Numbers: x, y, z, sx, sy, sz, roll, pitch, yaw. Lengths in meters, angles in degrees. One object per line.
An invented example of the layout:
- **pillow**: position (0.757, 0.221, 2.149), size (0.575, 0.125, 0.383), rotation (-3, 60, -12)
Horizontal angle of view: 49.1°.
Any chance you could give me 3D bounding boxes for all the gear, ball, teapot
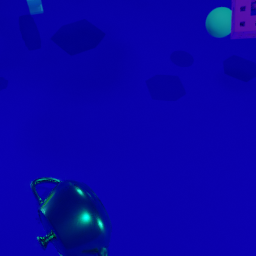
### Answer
- **gear**: position (-2.745, -4.167, 7.704), size (0.354, 1.915, 1.915), rotation (-14, 57, -12)
- **ball**: position (2.479, -2.826, 7.512), size (0.759, 0.759, 0.759), rotation (0, 56, 0)
- **teapot**: position (-0.705, 1.260, 3.517), size (0.821, 1.043, 1.677), rotation (-28, 64, -30)

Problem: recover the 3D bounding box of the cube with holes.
- **cube with holes**: position (2.367, -2.141, 5.220), size (0.773, 0.773, 0.773), rotation (1, 98, 15)
